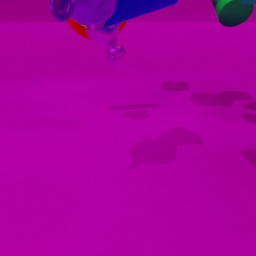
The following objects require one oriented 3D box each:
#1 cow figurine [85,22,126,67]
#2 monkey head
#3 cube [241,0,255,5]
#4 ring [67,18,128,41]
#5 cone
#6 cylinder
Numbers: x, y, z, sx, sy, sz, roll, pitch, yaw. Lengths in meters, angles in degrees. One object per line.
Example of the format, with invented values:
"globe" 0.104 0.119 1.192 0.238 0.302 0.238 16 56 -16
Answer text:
"cow figurine" -0.550 -2.126 6.829 1.124 1.106 0.617 17 12 -13
"monkey head" -0.564 -2.095 3.926 1.008 1.204 1.673 -17 30 24
"cube" 3.186 -3.542 6.676 0.803 0.803 0.803 24 -12 42
"ring" -0.766 -3.040 7.083 1.720 1.720 0.344 -5 43 -12
"cone" 0.002 -2.107 4.680 1.178 1.173 1.173 -45 26 5
"cylinder" 3.029 -3.671 8.206 0.994 0.994 0.994 -1 57 -4
